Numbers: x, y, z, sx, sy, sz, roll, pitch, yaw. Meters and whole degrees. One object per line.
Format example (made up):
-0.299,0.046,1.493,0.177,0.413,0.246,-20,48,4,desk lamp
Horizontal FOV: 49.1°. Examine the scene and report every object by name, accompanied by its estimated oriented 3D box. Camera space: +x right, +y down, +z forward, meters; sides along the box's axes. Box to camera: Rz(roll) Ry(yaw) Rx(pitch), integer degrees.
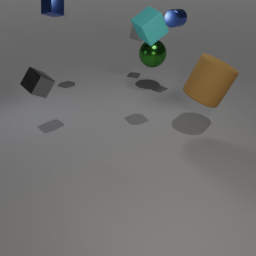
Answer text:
0.563,-5.080,14.792,0.700,0.700,0.700,20,35,5,cube
2.862,-1.650,9.781,1.400,1.400,1.400,21,27,-11,cylinder
-3.210,-5.174,11.925,0.700,0.700,0.700,9,11,36,cube
1.996,-4.595,11.714,0.700,0.700,0.700,23,34,35,cylinder
-3.063,-1.537,9.514,0.700,0.700,0.700,38,12,26,cube
0.642,-3.006,8.253,0.700,0.700,0.700,-38,48,0,cube
1.252,-3.782,14.198,1.400,1.400,1.400,0,29,0,ball
